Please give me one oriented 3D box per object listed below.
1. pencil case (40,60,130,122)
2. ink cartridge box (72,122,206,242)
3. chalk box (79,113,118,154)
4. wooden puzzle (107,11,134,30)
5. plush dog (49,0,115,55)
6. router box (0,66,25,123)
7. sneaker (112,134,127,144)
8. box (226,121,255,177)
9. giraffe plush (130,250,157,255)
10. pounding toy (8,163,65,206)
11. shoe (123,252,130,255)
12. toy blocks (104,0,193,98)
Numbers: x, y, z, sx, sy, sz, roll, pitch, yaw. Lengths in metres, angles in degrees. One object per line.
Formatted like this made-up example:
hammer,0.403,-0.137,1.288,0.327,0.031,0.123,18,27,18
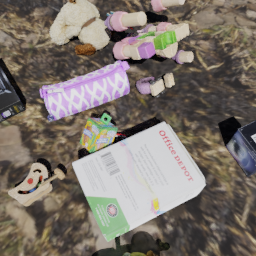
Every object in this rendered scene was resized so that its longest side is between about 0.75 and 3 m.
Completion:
pencil case,-1.375,-1.267,9.122,2.929,1.252,1.229,-22,59,-13
ink cartridge box,0.272,1.401,7.628,2.888,1.264,2.099,-25,64,-12
chalk box,-0.784,0.114,7.850,0.655,1.057,0.658,3,24,-47
wooden puzzle,-0.283,-3.768,9.818,1.063,0.630,0.075,24,80,11
plush dog,-1.502,-3.817,10.449,2.001,1.869,2.330,45,68,-4
router box,-4.851,-1.142,9.398,1.873,0.622,2.382,-30,65,-15
sneaker,-0.581,0.188,8.795,1.111,0.428,0.472,5,56,2
box,3.590,0.629,8.117,0.713,1.147,1.157,-23,63,-12
giraffe plush,0.232,3.655,6.325,1.774,2.055,1.667,33,36,22
pounding toy,-2.615,1.441,7.825,1.516,0.869,0.867,-33,70,-17
shoe,-0.079,3.691,6.896,0.408,0.312,1.168,9,61,5
toy blocks,0.568,-2.958,9.921,2.362,2.805,2.622,15,43,45
